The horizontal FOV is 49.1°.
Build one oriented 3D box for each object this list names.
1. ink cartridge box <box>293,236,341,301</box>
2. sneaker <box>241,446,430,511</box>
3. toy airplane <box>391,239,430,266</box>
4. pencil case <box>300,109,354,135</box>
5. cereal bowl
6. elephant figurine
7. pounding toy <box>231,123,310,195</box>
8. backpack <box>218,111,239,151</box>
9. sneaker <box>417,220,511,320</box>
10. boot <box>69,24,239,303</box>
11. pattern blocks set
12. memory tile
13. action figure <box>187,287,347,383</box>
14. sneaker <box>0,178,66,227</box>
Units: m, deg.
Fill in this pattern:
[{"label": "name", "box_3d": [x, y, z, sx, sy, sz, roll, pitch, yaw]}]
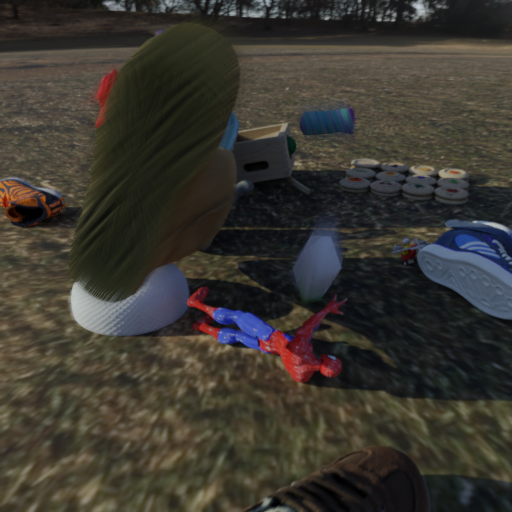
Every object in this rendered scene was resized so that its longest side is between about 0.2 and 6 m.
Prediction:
[{"label": "ink cartridge box", "box_3d": [0.952, 0.201, 8.894, 0.376, 0.891, 0.651, 0, 54, -20]}, {"label": "sneaker", "box_3d": [0.427, 2.359, 4.264, 1.221, 1.309, 3.466, 19, 32, 34]}, {"label": "toy airplane", "box_3d": [2.783, -0.146, 10.103, 0.606, 0.603, 0.428, 21, 41, -50]}, {"label": "pencil case", "box_3d": [1.647, -3.080, 12.937, 1.305, 0.555, 0.603, 9, 17, 43]}, {"label": "cereal bowl", "box_3d": [-2.001, 0.444, 8.835, 1.855, 0.772, 1.855, -1, 26, 0]}, {"label": "elephant figurine", "box_3d": [-1.007, -0.862, 11.125, 1.305, 1.191, 1.683, 21, 37, 15]}, {"label": "pounding toy", "box_3d": [0.310, -2.390, 14.250, 2.051, 1.458, 1.888, -7, 24, 12]}, {"label": "backpack", "box_3d": [-1.783, -2.738, 12.478, 2.482, 3.297, 2.927, 11, 23, -16]}, {"label": "sneaker", "box_3d": [3.992, 0.047, 9.188, 1.694, 0.932, 2.314, -26, 27, -17]}, {"label": "boot", "box_3d": [-0.967, -1.280, 7.936, 1.300, 3.444, 3.932, 32, 16, 3]}, {"label": "pattern blocks set", "box_3d": [-1.636, -1.685, 8.196, 0.267, 3.298, 2.899, 24, 47, 4]}, {"label": "memory tile", "box_3d": [3.818, -1.959, 14.326, 3.108, 0.261, 2.382, 9, 27, 19]}, {"label": "action figure", "box_3d": [0.301, 0.942, 7.732, 2.409, 0.786, 1.192, 22, 44, 38]}, {"label": "sneaker", "box_3d": [-5.239, -1.167, 12.149, 1.930, 0.749, 1.081, 8, 26, 16]}]
